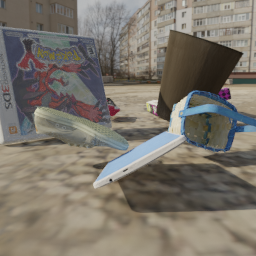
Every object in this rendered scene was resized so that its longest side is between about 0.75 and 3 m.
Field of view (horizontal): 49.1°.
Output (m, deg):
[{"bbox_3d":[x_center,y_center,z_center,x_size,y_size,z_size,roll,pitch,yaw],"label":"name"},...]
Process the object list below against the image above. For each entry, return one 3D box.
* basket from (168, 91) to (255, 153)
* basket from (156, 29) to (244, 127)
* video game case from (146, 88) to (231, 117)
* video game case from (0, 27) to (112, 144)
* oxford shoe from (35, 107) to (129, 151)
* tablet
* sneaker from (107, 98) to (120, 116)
[{"bbox_3d":[1.291,-0.104,4.376,1.138,0.898,1.291,17,-6,-25],"label":"basket"},{"bbox_3d":[1.661,-1.226,7.469,1.979,2.195,1.493,18,18,-2],"label":"basket"},{"bbox_3d":[2.060,-0.989,10.217,2.520,0.451,2.284,-14,10,-3],"label":"video game case"},{"bbox_3d":[-1.732,-1.030,6.506,2.721,2.480,0.313,-9,-5,-40],"label":"video game case"},{"bbox_3d":[-0.715,0.099,4.266,1.493,0.431,0.561,18,9,-5],"label":"oxford shoe"},{"bbox_3d":[0.139,0.345,3.572,1.065,0.112,1.636,-28,0,2],"label":"tablet"},{"bbox_3d":[-0.706,-0.708,9.187,0.572,0.482,1.308,46,13,12],"label":"sneaker"}]
